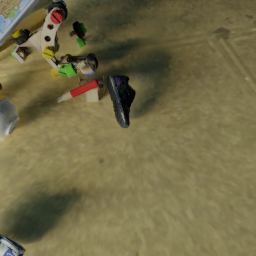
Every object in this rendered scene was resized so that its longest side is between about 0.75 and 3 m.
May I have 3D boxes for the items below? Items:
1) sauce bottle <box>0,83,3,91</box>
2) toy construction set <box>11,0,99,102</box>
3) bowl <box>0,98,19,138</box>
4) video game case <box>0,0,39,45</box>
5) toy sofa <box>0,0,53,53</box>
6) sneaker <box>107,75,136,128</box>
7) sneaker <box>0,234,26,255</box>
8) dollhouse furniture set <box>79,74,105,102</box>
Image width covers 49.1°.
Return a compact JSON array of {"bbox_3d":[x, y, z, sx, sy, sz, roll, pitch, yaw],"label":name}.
[{"bbox_3d":[-4.454,-0.691,8.141,0.621,0.621,1.883,21,62,14],"label":"sauce bottle"},{"bbox_3d":[-2.234,-2.036,8.451,2.205,2.393,2.870,-24,63,11],"label":"toy construction set"},{"bbox_3d":[-3.317,-0.169,7.555,0.533,1.186,1.186,27,58,-6],"label":"bowl"},{"bbox_3d":[-3.729,-3.695,8.153,1.820,0.221,1.999,38,87,9],"label":"video game case"},{"bbox_3d":[-3.861,-3.630,9.488,2.872,1.189,1.401,-44,98,-25],"label":"toy sofa"},{"bbox_3d":[-0.061,-0.826,8.020,0.739,0.639,1.687,-9,69,-16],"label":"sneaker"},{"bbox_3d":[-2.885,2.643,5.970,1.275,0.515,0.736,20,67,15],"label":"sneaker"},{"bbox_3d":[-1.109,-1.326,8.556,0.786,0.596,0.897,-4,57,-5],"label":"dollhouse furniture set"}]
